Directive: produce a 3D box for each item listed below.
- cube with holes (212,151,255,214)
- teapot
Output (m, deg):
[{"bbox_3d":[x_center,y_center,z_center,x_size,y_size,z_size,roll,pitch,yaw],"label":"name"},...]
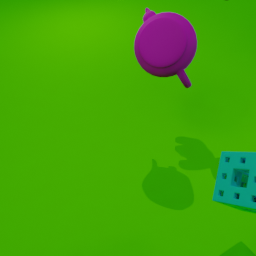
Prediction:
[{"bbox_3d":[2.022,0.906,4.491,0.831,0.831,0.831,25,74,-32],"label":"cube with holes"},{"bbox_3d":[0.739,-1.656,5.562,1.217,0.959,1.958,-30,84,19],"label":"teapot"}]
